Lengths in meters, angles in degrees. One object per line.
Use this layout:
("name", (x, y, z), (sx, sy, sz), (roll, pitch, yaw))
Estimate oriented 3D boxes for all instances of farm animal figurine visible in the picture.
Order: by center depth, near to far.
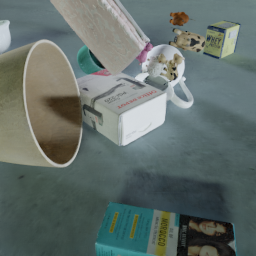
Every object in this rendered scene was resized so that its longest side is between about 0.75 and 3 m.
("farm animal figurine", (1.113, -1.831, 6.665), (1.643, 1.327, 0.826), (-50, 47, -2))

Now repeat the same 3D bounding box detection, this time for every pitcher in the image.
("pitcher", (1.366, -1.715, 9.455), (2.025, 1.431, 2.361), (30, 41, -5))

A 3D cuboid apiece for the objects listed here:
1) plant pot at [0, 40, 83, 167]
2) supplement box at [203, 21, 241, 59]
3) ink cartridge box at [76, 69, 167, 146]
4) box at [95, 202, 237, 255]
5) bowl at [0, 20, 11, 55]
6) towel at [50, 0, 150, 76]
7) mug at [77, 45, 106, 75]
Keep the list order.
("plant pot", (-2.962, -0.398, 6.533), (2.979, 2.790, 2.790), (-5, 34, 12))
("supplement box", (4.173, -3.942, 12.475), (1.297, 1.298, 0.872), (-27, 43, -33))
("ink cartridge box", (-0.380, -0.729, 8.118), (1.805, 1.051, 2.478), (-28, 46, -34))
("box", (0.634, 1.937, 4.740), (2.215, 0.544, 0.912), (7, 36, 10))
("bowl", (-5.872, -3.133, 11.055), (2.970, 1.335, 2.970), (-11, 33, 7))
("towel", (-0.758, -2.474, 6.345), (0.415, 2.576, 2.461), (-42, 10, -15))
("mug", (-1.257, -2.601, 10.745), (0.897, 1.192, 1.450), (-20, -13, 38))
